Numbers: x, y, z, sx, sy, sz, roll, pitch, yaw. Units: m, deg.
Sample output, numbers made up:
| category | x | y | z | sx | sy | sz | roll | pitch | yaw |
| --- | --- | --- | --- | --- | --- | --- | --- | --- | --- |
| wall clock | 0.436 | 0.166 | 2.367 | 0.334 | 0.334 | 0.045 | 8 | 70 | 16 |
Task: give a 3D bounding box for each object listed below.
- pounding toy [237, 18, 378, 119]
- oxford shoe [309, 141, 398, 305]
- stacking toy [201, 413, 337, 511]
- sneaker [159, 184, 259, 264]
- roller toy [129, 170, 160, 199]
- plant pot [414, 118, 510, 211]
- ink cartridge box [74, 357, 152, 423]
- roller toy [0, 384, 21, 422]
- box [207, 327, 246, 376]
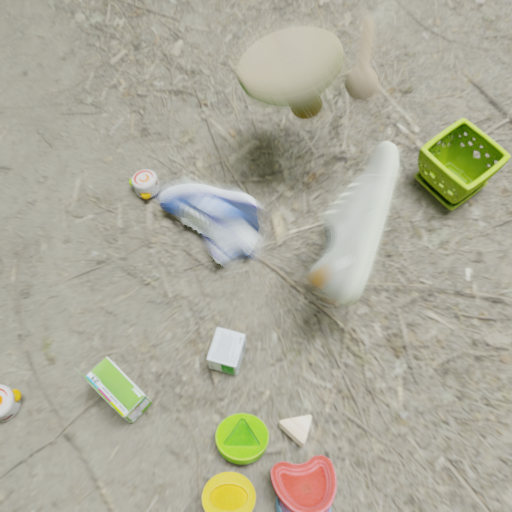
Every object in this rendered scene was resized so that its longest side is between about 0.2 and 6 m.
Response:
| category | x | y | z | sx | sy | sz | roll | pitch | yaw |
| --- | --- | --- | --- | --- | --- | --- | --- | --- | --- |
| pounding toy | 0.972 | -3.176 | 10.234 | 2.469 | 1.146 | 1.906 | -3 | 55 | 14 |
| oxford shoe | 1.660 | -0.726 | 9.296 | 0.945 | 1.230 | 3.272 | 18 | 61 | 8 |
| stacking toy | 0.187 | 3.671 | 9.296 | 2.122 | 0.896 | 1.921 | 0 | 39 | -3 |
| sneaker | -0.957 | -0.573 | 10.983 | 2.028 | 0.817 | 1.485 | 5 | 56 | -5 |
| roller toy | -2.293 | -1.490 | 11.698 | 0.536 | 0.411 | 0.587 | -40 | 61 | -21 |
| plant pot | 4.079 | -1.773 | 11.406 | 1.298 | 1.183 | 1.304 | -36 | 70 | -15 |
| ink cartridge box | -2.379 | 2.195 | 9.427 | 1.021 | 1.381 | 0.523 | 40 | 71 | 17 |
| roller toy | -4.473 | 2.567 | 9.764 | 0.659 | 0.461 | 0.601 | 15 | 66 | 7 |
| box | -0.523 | 1.718 | 10.059 | 0.555 | 0.645 | 0.648 | 15 | 66 | 7 |
